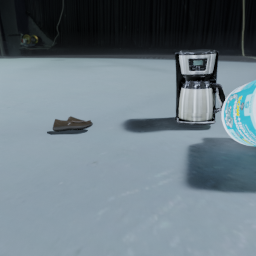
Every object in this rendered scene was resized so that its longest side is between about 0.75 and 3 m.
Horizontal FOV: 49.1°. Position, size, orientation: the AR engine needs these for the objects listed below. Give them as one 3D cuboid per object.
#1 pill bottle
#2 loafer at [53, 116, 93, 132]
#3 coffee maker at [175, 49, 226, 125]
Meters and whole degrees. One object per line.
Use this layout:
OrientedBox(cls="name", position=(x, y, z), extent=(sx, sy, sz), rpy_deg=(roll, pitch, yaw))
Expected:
OrientedBox(cls="pill bottle", position=(2.899, -0.313, 5.870), extent=(1.460, 1.460, 2.635), rpy_deg=(0, -2, 0))
OrientedBox(cls="loafer", position=(-1.525, -0.147, 7.726), extent=(1.108, 0.395, 0.404), rpy_deg=(-5, -7, -12))
OrientedBox(cls="coffee maker", position=(1.976, -1.309, 8.573), extent=(1.419, 2.107, 2.024), rpy_deg=(-5, 14, -13))
